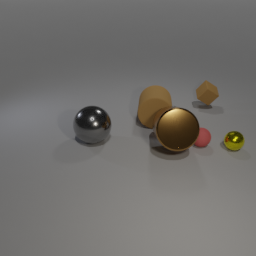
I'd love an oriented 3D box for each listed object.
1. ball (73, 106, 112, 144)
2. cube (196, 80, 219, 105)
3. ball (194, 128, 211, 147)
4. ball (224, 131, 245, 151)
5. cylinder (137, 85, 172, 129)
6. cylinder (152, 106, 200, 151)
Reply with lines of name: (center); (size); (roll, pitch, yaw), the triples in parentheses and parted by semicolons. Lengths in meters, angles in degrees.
ball: (-1.303, -0.120, 10.260); (1.400, 1.400, 1.400); (0, 28, 0)
cube: (3.626, -1.607, 12.831); (0.700, 0.700, 0.700); (27, 41, -19)
ball: (2.645, 0.332, 10.129); (0.700, 0.700, 0.700); (0, 28, 0)
ball: (3.763, 0.448, 9.926); (0.700, 0.700, 0.700); (0, 28, 0)
cylinder: (1.129, -0.887, 11.639); (1.400, 1.400, 1.400); (2, 29, 4)
cylinder: (1.582, -0.021, 9.533); (1.400, 1.400, 1.400); (0, 7, 0)
